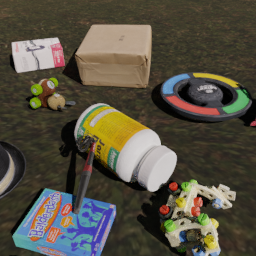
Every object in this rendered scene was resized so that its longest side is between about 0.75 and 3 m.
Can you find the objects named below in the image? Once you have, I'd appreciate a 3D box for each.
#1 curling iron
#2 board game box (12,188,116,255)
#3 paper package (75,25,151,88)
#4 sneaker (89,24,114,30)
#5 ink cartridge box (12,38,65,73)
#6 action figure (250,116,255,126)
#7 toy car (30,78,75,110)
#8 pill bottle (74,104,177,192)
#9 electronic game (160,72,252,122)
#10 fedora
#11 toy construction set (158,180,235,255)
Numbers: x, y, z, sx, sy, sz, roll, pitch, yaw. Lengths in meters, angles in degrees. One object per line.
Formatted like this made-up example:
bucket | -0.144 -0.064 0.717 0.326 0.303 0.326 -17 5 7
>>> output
curling iron | -0.954 0.919 5.893 0.436 0.225 1.761 3 62 0
board game box | -1.187 1.903 5.504 1.615 0.363 1.228 9 37 12
paper package | -0.423 -2.882 10.957 2.646 1.436 2.776 4 41 6
sneaker | -0.524 -4.046 12.812 2.962 1.227 1.050 13 35 12
ink cartridge box | -3.842 -3.134 11.935 1.981 0.836 1.434 -12 38 -16
action figure | 4.394 -0.670 8.077 1.989 1.481 1.333 -33 27 9
toy car | -2.346 -0.964 9.040 1.201 0.948 0.986 25 32 13
pill bottle | -0.082 0.442 6.671 1.338 1.338 2.373 -30 47 -35
electronic game | 2.569 -1.142 9.413 2.999 0.624 2.999 0 36 0
fedora | -3.573 0.723 6.497 2.377 1.086 2.377 0 36 0
toy construction set | 1.342 1.611 5.416 1.299 0.913 1.981 -10 16 36
